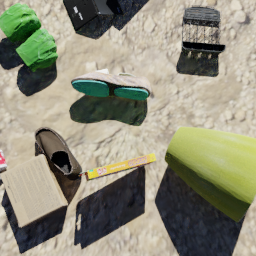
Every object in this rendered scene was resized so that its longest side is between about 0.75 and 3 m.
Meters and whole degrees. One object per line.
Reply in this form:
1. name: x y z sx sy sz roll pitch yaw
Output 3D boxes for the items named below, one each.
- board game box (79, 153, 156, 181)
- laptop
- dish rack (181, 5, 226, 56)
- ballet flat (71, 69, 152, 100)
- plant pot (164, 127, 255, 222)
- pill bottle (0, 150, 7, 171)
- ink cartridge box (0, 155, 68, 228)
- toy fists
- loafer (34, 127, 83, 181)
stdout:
1. board game box: -0.365 1.277 8.881 2.359 1.127 0.354 -11 78 -14
2. laptop: -1.402 -4.823 11.073 1.825 0.942 1.617 -27 77 21
3. dish rack: 2.828 -3.762 10.608 1.621 0.577 2.114 6 78 0
4. ballet flat: -0.571 -1.612 10.081 2.849 0.970 0.958 9 57 -3
5. plant pot: 2.658 1.072 8.805 2.748 2.571 2.571 26 79 20
6. pill bottle: -4.508 1.044 9.635 0.465 0.465 0.828 -23 79 -5
7. ink cartridge box: -3.095 2.055 9.290 1.542 0.703 1.871 -25 79 -4
8. toy fists: -3.605 -3.387 10.373 1.367 0.922 2.682 -36 82 0
9. loafer: -2.380 0.773 9.479 0.824 0.806 2.259 -43 78 -9
